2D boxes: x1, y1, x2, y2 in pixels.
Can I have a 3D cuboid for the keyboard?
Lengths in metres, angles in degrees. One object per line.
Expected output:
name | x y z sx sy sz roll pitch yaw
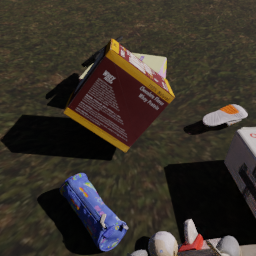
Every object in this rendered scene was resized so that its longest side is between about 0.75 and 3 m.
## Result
keyboard | -0.915 -2.575 9.623 1.056 0.226 1.759 -14 27 43

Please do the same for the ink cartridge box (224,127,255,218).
ink cartridge box | 3.627 1.246 6.001 1.984 1.152 2.750 -1 39 -9

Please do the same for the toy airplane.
toy airplane | 0.880 2.240 4.667 2.087 1.473 2.078 -35 14 -13

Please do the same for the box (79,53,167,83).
box | -0.094 -1.583 9.595 2.380 1.151 2.094 11 44 15

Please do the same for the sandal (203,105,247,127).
sandal | 2.908 -0.299 8.595 1.497 0.429 0.573 -15 56 -14

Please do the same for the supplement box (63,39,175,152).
supplement box | -0.237 -0.850 7.384 1.971 1.999 1.327 34 22 -17

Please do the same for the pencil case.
pencil case | -0.788 1.755 6.086 0.719 0.800 1.843 -36 51 -16
